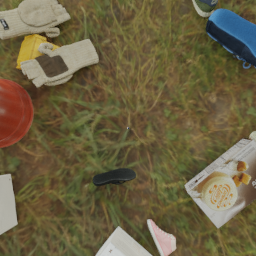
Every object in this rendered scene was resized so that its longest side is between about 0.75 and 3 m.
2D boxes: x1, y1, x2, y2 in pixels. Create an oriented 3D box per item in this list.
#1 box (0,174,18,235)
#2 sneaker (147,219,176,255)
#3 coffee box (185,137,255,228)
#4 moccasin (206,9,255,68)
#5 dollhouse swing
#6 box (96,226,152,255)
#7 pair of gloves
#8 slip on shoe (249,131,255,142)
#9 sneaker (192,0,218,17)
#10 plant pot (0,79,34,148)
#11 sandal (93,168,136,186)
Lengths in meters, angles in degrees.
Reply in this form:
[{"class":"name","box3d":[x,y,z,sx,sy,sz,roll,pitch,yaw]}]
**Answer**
[{"class":"box","box3d":[-5.015,2.482,8.511,2.688,1.310,1.672,-10,85,-1]},{"class":"sneaker","box3d":[1.098,3.387,8.871,0.660,0.475,1.263,-24,88,-6]},{"class":"coffee box","box3d":[3.095,1.584,8.364,2.420,0.964,1.384,-40,87,6]},{"class":"moccasin","box3d":[3.892,-2.781,9.166,2.945,1.004,1.185,41,79,2]},{"class":"dollhouse swing","box3d":[-2.985,-2.408,9.504,1.033,0.999,1.136,8,84,42]},{"class":"box","box3d":[-0.134,3.901,7.977,1.532,2.013,1.070,39,87,9]},{"class":"pair of gloves","box3d":[-2.639,-2.811,9.137,2.473,0.510,2.908,-34,90,-23]},{"class":"slip on shoe","box3d":[4.996,0.520,9.029,2.384,0.883,0.730,-1,124,-8]},{"class":"sneaker","box3d":[2.202,-4.997,9.255,0.847,1.134,2.527,-32,86,-3]},{"class":"plant pot","box3d":[-4.349,-0.608,8.297,2.351,2.286,2.351,0,85,0]},{"class":"sandal","box3d":[-0.425,1.596,8.923,1.380,0.330,0.519,-8,41,-6]}]
